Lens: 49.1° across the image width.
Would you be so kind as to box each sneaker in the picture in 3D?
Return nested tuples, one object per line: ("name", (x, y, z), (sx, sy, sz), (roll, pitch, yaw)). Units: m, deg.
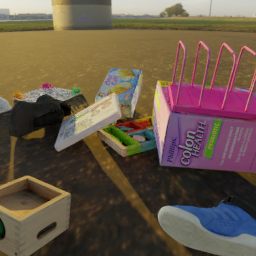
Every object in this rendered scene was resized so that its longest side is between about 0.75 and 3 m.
("sneaker", (-2.908, -0.449, 9.525), (1.257, 1.052, 2.769), (14, 29, 14))
("sneaker", (1.539, 1.642, 5.064), (1.857, 0.713, 1.033), (13, 33, 19))

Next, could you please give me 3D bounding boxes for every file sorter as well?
("file sorter", (2.241, -1.224, 6.696), (2.266, 1.421, 1.575), (7, 27, 2))

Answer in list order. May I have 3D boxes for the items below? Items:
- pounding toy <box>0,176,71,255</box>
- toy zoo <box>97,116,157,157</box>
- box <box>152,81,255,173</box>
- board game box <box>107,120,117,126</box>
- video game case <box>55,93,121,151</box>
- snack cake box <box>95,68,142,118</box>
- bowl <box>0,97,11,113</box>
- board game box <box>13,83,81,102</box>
("pounding toy", (-2.037, 1.676, 4.953), (1.353, 1.045, 1.470), (14, 17, 27))
("toy zoo", (0.532, 0.150, 8.999), (2.607, 0.267, 1.710), (-14, 27, -29))
("box", (2.303, -0.148, 7.777), (2.985, 1.443, 2.626), (4, 27, -2))
("board game box", (-0.553, -0.419, 9.711), (0.188, 0.740, 1.093), (4, 24, 8))
("video game case", (-1.231, -0.264, 8.802), (2.135, 0.253, 1.944), (-28, 23, 7))
("snack cake box", (-0.300, -1.478, 11.290), (1.413, 0.826, 2.457), (6, 40, 9))
("bowl", (-5.288, -0.963, 11.264), (1.063, 0.478, 1.063), (1, 24, 0))
("board game box", (-3.698, -1.609, 12.941), (2.235, 0.289, 2.235), (12, 27, 26))
